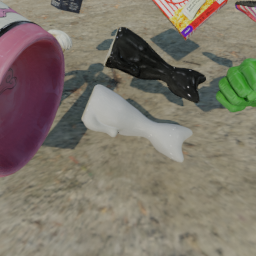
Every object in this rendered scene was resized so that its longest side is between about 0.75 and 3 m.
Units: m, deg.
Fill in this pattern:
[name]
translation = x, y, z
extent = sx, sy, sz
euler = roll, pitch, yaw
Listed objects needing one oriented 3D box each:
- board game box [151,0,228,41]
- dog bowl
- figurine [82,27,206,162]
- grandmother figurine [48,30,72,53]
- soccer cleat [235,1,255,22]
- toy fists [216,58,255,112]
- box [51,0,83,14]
[board game box]
translation = 1.769, -4.253, 8.950
extent = 2.236, 1.694, 0.518
euler = 50, 14, 3
[dog bowl]
translation = -2.063, -0.507, 4.658
extent = 1.089, 2.954, 2.954
euler = 20, 40, 4
[figurine]
translation = 0.442, -0.624, 5.840
extent = 2.282, 1.007, 2.339
euler = 22, 69, -10
[grandmother figurine]
translation = -2.549, -1.755, 7.421
extent = 1.648, 0.823, 2.717
euler = 33, 59, 14
[soccer cleat]
translation = 3.478, -2.887, 7.249
extent = 0.568, 0.609, 1.664
euler = -25, 46, -38
[toy fists]
translation = 2.948, -1.096, 5.379
extent = 1.376, 2.699, 0.928
euler = 4, 67, -35
[box]
translation = -1.842, -4.075, 8.662
extent = 0.489, 0.833, 0.819
euler = 38, 30, 26
